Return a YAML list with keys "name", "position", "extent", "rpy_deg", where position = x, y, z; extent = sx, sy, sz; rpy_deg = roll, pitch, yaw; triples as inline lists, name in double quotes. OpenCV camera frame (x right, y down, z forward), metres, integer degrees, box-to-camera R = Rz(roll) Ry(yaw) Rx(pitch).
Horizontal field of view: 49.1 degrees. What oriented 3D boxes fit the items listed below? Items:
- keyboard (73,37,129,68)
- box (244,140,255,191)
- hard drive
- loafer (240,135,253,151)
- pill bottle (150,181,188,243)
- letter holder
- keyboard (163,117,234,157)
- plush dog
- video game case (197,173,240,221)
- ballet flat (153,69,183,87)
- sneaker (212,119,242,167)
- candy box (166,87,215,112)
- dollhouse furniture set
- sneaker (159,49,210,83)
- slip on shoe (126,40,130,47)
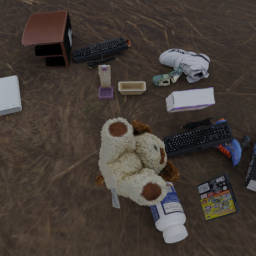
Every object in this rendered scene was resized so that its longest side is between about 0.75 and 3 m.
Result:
- name: "keyboard"
  position: [-1.366, -3.808, 14.112]
  extent: [2.817, 0.290, 1.790]
  rpy_deg: [-17, 52, -4]
- name: "box"
  position: [5.827, 1.325, 9.745]
  extent: [2.835, 0.710, 2.857]
  rpy_deg: [20, 53, 16]
- name: "hard drive"
  position: [-5.513, -1.426, 12.323]
  extent: [1.417, 0.282, 2.148]
  rpy_deg: [-14, 51, -12]
- name: "loafer"
  position: [4.439, 0.636, 10.574]
  extent: [0.335, 0.337, 0.926]
  rpy_deg: [30, 57, 17]
- name: "pill bottle"
  position: [1.197, 2.547, 8.542]
  extent: [0.925, 0.925, 1.666]
  rpy_deg: [-10, 50, -9]
- name: "letter holder"
  position: [-4.005, -4.476, 14.132]
  extent: [2.067, 1.463, 2.909]
  rpy_deg: [-4, 50, -1]
- name: "keyboard"
  position: [2.478, 0.215, 10.389]
  extent: [2.485, 0.492, 1.294]
  rpy_deg: [-15, 48, 8]
- name: "plush dog"
  position: [0.289, 0.985, 8.448]
  extent: [2.248, 2.100, 2.617]
  rpy_deg: [-21, 75, -39]
- name: "video game case"
  position: [2.510, 1.976, 7.913]
  extent: [0.150, 1.180, 1.066]
  rpy_deg: [4, 61, -31]
- name: "ballet flat"
  position: [1.904, -2.266, 12.948]
  extent: [1.585, 0.588, 0.588]
  rpy_deg: [-19, 53, -13]
- name: "sneaker"
  position: [3.576, 0.614, 10.419]
  extent: [0.826, 0.794, 2.107]
  rpy_deg: [-16, 45, 4]
- name: "candy box"
  position: [2.215, -0.988, 10.248]
  extent: [1.405, 1.675, 0.599]
  rpy_deg: [-6, 88, 0]
- name: "dollhouse furniture set"
  position: [-0.283, -2.400, 12.332]
  extent: [2.123, 1.507, 1.682]
  rpy_deg: [-1, 50, -1]
- name: "sneaker"
  position: [2.663, -2.932, 13.160]
  extent: [2.411, 0.906, 1.386]
  rpy_deg: [8, 48, 2]
- name: "slip on shoe"
  position: [-0.389, -4.456, 14.834]
  extent: [1.054, 0.323, 0.391]
  rpy_deg: [-10, 53, -6]
